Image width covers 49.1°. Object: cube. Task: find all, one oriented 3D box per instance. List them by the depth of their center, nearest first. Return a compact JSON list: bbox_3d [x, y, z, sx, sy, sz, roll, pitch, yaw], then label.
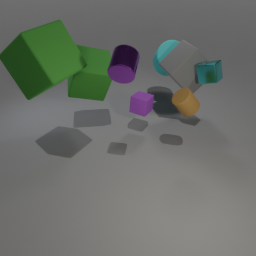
[{"bbox_3d":[-2.276,-1.824,7.584,1.400,1.400,1.400,-18,18,42],"label":"cube"},{"bbox_3d":[2.995,-2.043,10.252,0.700,0.700,0.700,2,23,36],"label":"cube"},{"bbox_3d":[-1.455,-2.036,10.491,1.400,1.400,1.400,5,53,-20],"label":"cube"},{"bbox_3d":[0.542,-0.968,11.103,0.700,0.700,0.700,19,34,22],"label":"cube"},{"bbox_3d":[2.387,-2.456,11.412,1.400,1.400,1.400,-44,33,13],"label":"cube"}]

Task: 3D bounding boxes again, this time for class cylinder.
[{"bbox_3d":[-0.106,-1.596,7.035,0.700,0.700,0.700,7,60,11],"label":"cylinder"},{"bbox_3d":[1.919,-0.848,9.283,0.700,0.700,0.700,-28,40,26],"label":"cylinder"},{"bbox_3d":[1.947,-3.259,13.191,1.400,1.400,1.400,-2,2,-3],"label":"cylinder"}]
